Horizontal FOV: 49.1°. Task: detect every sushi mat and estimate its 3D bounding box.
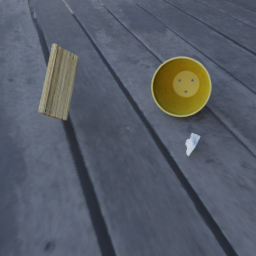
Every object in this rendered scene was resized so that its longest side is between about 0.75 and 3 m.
[{"bbox_3d":[-2.104,-1.376,8.658,0.132,2.182,1.044,4,-8,39],"label":"sushi mat"}]

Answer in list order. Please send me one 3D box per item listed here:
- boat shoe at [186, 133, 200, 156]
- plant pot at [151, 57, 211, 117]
[{"bbox_3d":[1.718,0.441,7.690,0.284,0.320,0.870,30,37,10],"label":"boat shoe"},{"bbox_3d":[1.815,-1.397,9.196,1.839,1.839,1.305,14,18,16],"label":"plant pot"}]
